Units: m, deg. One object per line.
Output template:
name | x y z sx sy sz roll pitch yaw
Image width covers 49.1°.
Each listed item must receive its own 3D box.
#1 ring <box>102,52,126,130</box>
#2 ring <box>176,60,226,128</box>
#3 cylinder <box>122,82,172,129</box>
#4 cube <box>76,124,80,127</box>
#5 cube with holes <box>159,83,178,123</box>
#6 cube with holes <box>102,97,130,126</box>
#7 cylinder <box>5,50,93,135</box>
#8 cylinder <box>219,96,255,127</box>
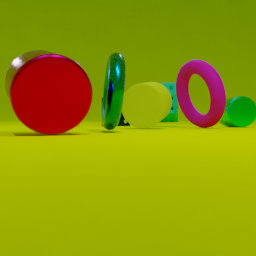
ring | -0.284 -0.671 5.202 0.285 1.427 1.427 5 1 -9
ring | 2.004 -0.947 7.938 0.392 1.960 1.960 -17 8 -21
cylinder | 0.518 -0.637 7.444 1.130 1.130 1.130 0 11 18
cube | -2.318 -0.482 10.397 0.861 0.861 0.861 0 1 5
cube with holes | 1.232 -0.883 10.167 1.117 1.117 1.117 -1 -15 12
cube with holes | -0.498 -0.665 11.846 1.152 1.152 1.152 0 1 -2
cylinder | -1.238 -0.584 4.271 1.116 1.116 1.116 -1 17 -27
cylinder | 3.626 -0.533 9.423 0.998 0.998 0.998 0 1 -5
